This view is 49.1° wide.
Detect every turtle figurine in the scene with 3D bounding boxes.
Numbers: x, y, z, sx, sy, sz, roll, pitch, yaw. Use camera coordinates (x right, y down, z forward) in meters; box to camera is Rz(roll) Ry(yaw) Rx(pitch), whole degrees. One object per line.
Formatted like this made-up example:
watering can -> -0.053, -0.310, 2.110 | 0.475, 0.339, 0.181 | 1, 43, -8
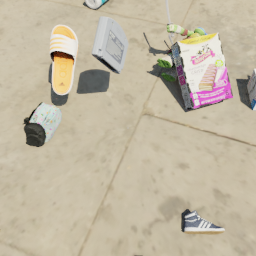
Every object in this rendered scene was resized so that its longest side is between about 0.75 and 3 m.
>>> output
turtle figurine -> 1.862, -3.317, 11.490 | 2.529, 1.820, 2.452 | 33, 72, 1

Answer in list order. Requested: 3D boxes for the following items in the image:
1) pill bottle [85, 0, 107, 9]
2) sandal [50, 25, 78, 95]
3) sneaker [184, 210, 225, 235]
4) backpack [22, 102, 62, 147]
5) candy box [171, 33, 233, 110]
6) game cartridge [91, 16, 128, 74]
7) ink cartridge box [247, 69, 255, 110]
pill bottle -> -1.452, -7.092, 14.776 | 0.960, 0.960, 1.734 | 26, 58, 18
sandal -> -2.106, -2.293, 9.170 | 0.907, 0.678, 2.367 | 0, 86, -6
sneaker -> 2.126, 2.660, 7.894 | 1.115, 0.391, 0.605 | 0, 55, 4
backpack -> -2.910, -0.168, 9.630 | 0.920, 1.213, 1.453 | 20, 48, -1
candy box -> 2.732, -2.076, 10.355 | 1.685, 0.754, 2.471 | -16, 93, -11
game cartridge -> -0.495, -2.512, 8.517 | 0.394, 1.899, 1.264 | 8, 86, 19
ink cartridge box -> 5.020, -1.572, 10.685 | 0.550, 0.956, 1.650 | 3, 53, 4
